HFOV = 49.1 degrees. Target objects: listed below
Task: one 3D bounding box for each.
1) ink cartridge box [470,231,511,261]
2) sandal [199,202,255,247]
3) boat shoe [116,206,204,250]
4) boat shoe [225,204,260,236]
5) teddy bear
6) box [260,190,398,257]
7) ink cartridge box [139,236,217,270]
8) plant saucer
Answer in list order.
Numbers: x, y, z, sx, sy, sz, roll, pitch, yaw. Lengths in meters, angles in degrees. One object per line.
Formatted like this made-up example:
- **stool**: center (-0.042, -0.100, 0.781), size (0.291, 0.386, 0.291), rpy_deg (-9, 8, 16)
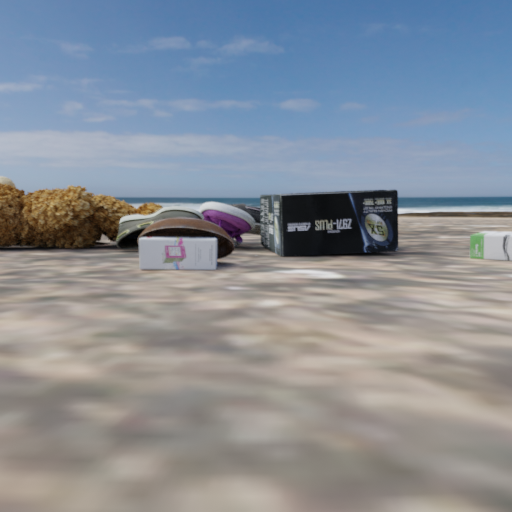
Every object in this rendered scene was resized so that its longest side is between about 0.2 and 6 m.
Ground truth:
- **ink cartridge box**: center (3.572, -0.141, 7.932), size (0.875, 0.369, 0.639), rpy_deg (5, 10, 40)
- **sandal**: center (-0.648, -0.413, 10.366), size (1.031, 0.623, 2.534), rpy_deg (14, -10, -9)
- **boat shoe**: center (-1.581, -0.415, 9.069), size (1.632, 0.488, 0.583), rpy_deg (-7, -36, 28)
- **boat shoe**: center (-0.093, -0.761, 11.329), size (1.801, 0.513, 0.602), rpy_deg (15, -34, -14)
- **teddy bear**: center (-3.445, -0.776, 10.233), size (3.714, 1.240, 2.693), rpy_deg (2, 4, -1)
- **box**: center (1.109, -0.588, 9.373), size (1.838, 0.967, 2.245), rpy_deg (-2, 6, -8)
- **ink cartridge box**: center (-0.928, -0.042, 6.778), size (0.904, 0.383, 0.654), rpy_deg (2, 4, -3)
- **plant saucer**: center (-0.873, -0.212, 7.053), size (1.213, 0.209, 1.213), rpy_deg (1, -19, 0)
